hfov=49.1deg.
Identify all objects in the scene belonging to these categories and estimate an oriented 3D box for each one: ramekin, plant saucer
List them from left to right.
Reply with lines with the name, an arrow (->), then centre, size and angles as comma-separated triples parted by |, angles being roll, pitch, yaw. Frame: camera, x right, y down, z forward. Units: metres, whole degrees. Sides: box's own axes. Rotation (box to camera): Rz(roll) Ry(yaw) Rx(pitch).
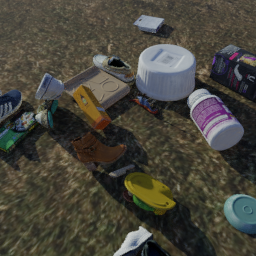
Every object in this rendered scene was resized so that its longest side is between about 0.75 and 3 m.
ramekin -> 1.853, -2.795, 13.574 | 2.969, 1.447, 2.969 | 0, 45, 0
plant saucer -> 3.839, 2.698, 9.056 | 1.384, 0.249, 1.384 | 0, 46, 0

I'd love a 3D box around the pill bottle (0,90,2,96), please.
pill bottle -> -6.450, -1.661, 13.115 | 0.941, 0.528, 0.528 | 16, 48, 16

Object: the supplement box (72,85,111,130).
supplement box -> -1.540, -0.880, 11.794 | 1.998, 0.665, 0.687 | 55, 22, 21

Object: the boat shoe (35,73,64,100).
boat shoe -> -3.226, -1.623, 11.759 | 0.957, 2.914, 1.048 | 24, 79, -19

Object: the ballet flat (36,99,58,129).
ballet flat -> -3.521, -0.624, 12.010 | 0.798, 0.719, 2.119 | -6, 39, 0

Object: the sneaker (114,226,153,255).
sneaker -> 0.103, 3.438, 8.253 | 1.343, 0.500, 0.585 | -24, 39, -31

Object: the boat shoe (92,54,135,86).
boat shoe -> -0.743, -3.228, 14.314 | 2.860, 0.978, 1.069 | 34, 55, 29

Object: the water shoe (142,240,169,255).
water shoe -> 1.040, 3.959, 7.428 | 0.730, 0.806, 2.043 | -28, 52, -25

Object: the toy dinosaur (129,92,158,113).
toy dinosaur -> 0.833, -1.056, 12.707 | 0.680, 1.295, 1.176 | 10, 56, -47

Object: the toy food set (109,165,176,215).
toy food set -> 0.492, 2.179, 9.340 | 2.227, 0.727, 1.310 | 31, 29, 25

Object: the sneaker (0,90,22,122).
sneaker -> -5.611, -1.023, 12.053 | 1.018, 1.148, 2.716 | 15, 47, 14

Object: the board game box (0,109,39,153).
board game box -> -4.666, 0.070, 11.632 | 1.113, 0.249, 2.124 | 22, 50, 17

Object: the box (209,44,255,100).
box -> 5.426, -2.732, 13.445 | 1.322, 1.524, 2.493 | -32, 54, -27

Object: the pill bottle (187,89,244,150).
pill bottle -> 3.395, -0.435, 11.303 | 1.410, 1.410, 2.511 | -12, 47, -11

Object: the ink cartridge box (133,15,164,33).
ink cartridge box -> 1.354, -6.788, 18.242 | 1.611, 0.327, 1.607 | 19, 49, 18

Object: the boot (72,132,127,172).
boot -> -1.028, 0.659, 9.979 | 1.715, 1.332, 0.658 | -25, 17, 10

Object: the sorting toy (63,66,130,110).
sorting toy -> -1.526, -1.844, 13.389 | 2.519, 0.459, 2.332 | 36, 57, 24
